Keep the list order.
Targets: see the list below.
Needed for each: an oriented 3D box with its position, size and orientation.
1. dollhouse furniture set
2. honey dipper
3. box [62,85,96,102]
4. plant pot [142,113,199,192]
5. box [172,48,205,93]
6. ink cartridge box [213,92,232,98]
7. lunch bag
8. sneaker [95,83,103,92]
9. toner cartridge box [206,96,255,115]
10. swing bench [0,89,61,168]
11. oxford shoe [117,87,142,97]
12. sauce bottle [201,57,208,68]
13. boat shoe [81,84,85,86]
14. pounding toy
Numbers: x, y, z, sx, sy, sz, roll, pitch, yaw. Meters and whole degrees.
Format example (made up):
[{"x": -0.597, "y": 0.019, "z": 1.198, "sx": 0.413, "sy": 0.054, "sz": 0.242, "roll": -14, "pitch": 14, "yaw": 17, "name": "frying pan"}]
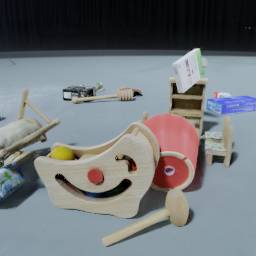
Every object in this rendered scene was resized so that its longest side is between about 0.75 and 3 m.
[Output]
[{"x": 1.692, "y": -0.348, "z": 8.291, "sx": 2.456, "sy": 1.862, "sz": 2.802, "roll": 4, "pitch": 20, "yaw": 12, "name": "dollhouse furniture set"}, {"x": -1.242, "y": -1.505, "z": 13.564, "sx": 2.935, "sy": 0.557, "sz": 0.557, "roll": -6, "pitch": 20, "yaw": -12, "name": "honey dipper"}, {"x": -2.450, "y": -1.744, "z": 14.139, "sx": 1.335, "sy": 0.575, "sz": 1.093, "roll": 5, "pitch": 20, "yaw": 15, "name": "box"}, {"x": 0.908, "y": 0.614, "z": 6.410, "sx": 1.542, "sy": 1.542, "sz": 1.364, "roll": 2, "pitch": 28, "yaw": 5, "name": "plant pot"}, {"x": 1.507, "y": -1.421, "z": 6.895, "sx": 0.188, "sy": 0.747, "sz": 1.034, "roll": 11, "pitch": 39, "yaw": 46, "name": "box"}, {"x": 4.750, "y": -1.596, "z": 14.143, "sx": 0.883, "sy": 0.297, "sz": 0.513, "roll": 13, "pitch": 23, "yaw": 32, "name": "ink cartridge box"}, {"x": -2.747, "y": 1.234, "z": 5.787, "sx": 0.952, "sy": 0.607, "sz": 0.809, "roll": -24, "pitch": 9, "yaw": 25, "name": "lunch bag"}, {"x": -1.748, "y": -2.328, "z": 15.968, "sx": 0.338, "sy": 0.453, "sz": 1.009, "roll": 9, "pitch": 22, "yaw": 25, "name": "sneaker"}, {"x": 4.658, "y": -1.023, "z": 12.270, "sx": 2.184, "sy": 0.472, "sz": 1.038, "roll": -7, "pitch": 20, "yaw": -19, "name": "toner cartridge box"}, {"x": -3.044, "y": 0.386, "z": 6.623, "sx": 1.335, "sy": 2.058, "sz": 2.047, "roll": 43, "pitch": 29, "yaw": 2, "name": "swing bench"}, {"x": 0.081, "y": -1.877, "z": 14.721, "sx": 1.326, "sy": 0.473, "sz": 0.483, "roll": -4, "pitch": 25, "yaw": -12, "name": "oxford shoe"}, {"x": 2.287, "y": -2.056, "z": 10.075, "sx": 0.550, "sy": 0.550, "sz": 1.700, "roll": -6, "pitch": -6, "yaw": -17, "name": "sauce bottle"}, {"x": -2.681, "y": -2.332, "z": 16.189, "sx": 0.333, "sy": 0.313, "sz": 0.904, "roll": 2, "pitch": 20, "yaw": 5, "name": "boat shoe"}, {"x": -0.362, "y": 0.894, "z": 5.095, "sx": 2.937, "sy": 1.679, "sz": 1.685, "roll": 4, "pitch": 20, "yaw": 13, "name": "pounding toy"}]
